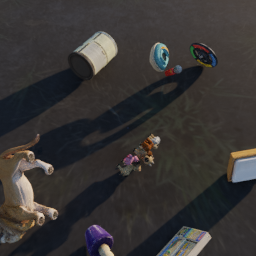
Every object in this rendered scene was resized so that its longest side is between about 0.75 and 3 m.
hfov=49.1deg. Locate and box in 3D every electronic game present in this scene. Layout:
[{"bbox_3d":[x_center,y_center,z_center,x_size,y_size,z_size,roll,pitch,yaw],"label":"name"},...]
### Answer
[{"bbox_3d":[2.739,-2.634,10.172,1.193,1.193,0.248,37,83,26],"label":"electronic game"}]

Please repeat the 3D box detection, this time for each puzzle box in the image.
[{"bbox_3d":[1.095,2.720,6.108,1.337,0.889,0.170,-37,98,-26],"label":"puzzle box"}]

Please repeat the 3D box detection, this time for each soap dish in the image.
[{"bbox_3d":[3.215,0.978,7.520,1.085,0.854,0.441,-9,35,-7],"label":"soap dish"}]

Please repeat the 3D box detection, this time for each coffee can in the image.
[{"bbox_3d":[-1.257,-2.624,10.165,1.120,1.120,1.530,26,56,19],"label":"coffee can"}]

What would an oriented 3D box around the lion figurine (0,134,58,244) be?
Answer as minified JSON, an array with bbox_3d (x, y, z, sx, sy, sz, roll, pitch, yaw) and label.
[{"bbox_3d":[-2.479,1.380,6.257,1.565,2.555,0.926,2,5,23],"label":"lion figurine"}]

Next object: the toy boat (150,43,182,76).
[{"bbox_3d":[1.313,-2.330,9.724,0.628,1.351,1.136,-15,49,36],"label":"toy boat"}]

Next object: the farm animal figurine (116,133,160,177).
[{"bbox_3d":[0.370,0.807,7.575,0.632,1.211,1.198,49,21,1],"label":"farm animal figurine"}]

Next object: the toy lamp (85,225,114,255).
[{"bbox_3d":[-0.303,2.867,5.762,0.633,0.633,2.176,-26,35,-19],"label":"toy lamp"}]
